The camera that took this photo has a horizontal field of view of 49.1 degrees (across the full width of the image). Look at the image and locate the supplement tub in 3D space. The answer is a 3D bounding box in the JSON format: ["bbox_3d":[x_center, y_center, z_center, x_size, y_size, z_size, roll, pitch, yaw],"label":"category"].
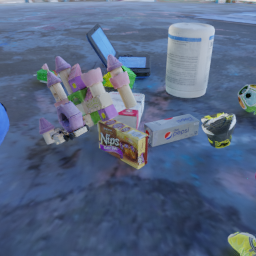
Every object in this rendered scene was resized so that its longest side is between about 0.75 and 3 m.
[{"bbox_3d":[1.960,-2.209,9.081,1.412,2.140,1.412,1,29,0],"label":"supplement tub"}]

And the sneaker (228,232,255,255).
[{"bbox_3d":[1.733,1.749,3.730,0.355,0.351,0.930,-21,34,-34],"label":"sneaker"}]

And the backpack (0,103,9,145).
[{"bbox_3d":[-3.708,0.115,4.617,2.959,2.405,2.483,3,57,5],"label":"backpack"}]

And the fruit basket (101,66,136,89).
[{"bbox_3d":[-0.405,-1.799,9.843,1.168,0.843,1.168,16,23,-7],"label":"fruit basket"}]

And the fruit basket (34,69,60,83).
[{"bbox_3d":[-2.877,-1.948,10.516,0.911,0.461,0.984,15,17,25],"label":"fruit basket"}]

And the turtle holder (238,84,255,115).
[{"bbox_3d":[3.577,-0.924,7.914,0.680,0.958,0.728,36,47,-10],"label":"turtle holder"}]

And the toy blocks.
[{"bbox_3d":[-1.246,-0.831,6.313,1.958,1.764,2.095,-14,13,47],"label":"toy blocks"}]

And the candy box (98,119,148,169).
[{"bbox_3d":[-0.125,0.294,6.001,1.215,0.709,0.343,24,37,36],"label":"candy box"}]

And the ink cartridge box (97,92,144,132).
[{"bbox_3d":[-0.155,-0.429,7.447,1.011,0.581,1.392,5,29,9],"label":"ink cartridge box"}]

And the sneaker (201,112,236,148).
[{"bbox_3d":[1.892,0.097,5.648,0.626,0.711,1.681,-19,5,16],"label":"sneaker"}]

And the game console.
[{"bbox_3d":[-0.253,-3.268,11.524,2.404,1.666,2.816,1,30,4],"label":"game console"}]

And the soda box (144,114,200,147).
[{"bbox_3d":[1.051,0.034,6.774,1.326,0.421,0.453,-13,31,-22],"label":"soda box"}]
